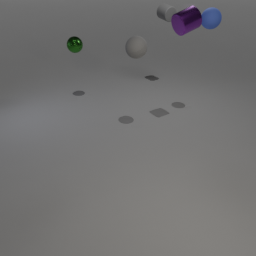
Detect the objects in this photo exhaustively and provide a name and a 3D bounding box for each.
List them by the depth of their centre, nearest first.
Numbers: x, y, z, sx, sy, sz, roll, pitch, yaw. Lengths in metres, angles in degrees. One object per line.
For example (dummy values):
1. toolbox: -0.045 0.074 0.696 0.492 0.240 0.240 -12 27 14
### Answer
1. cylinder: 1.846 -3.380 8.844 0.700 0.700 0.700 -29 36 -13
2. ball: 0.264 -2.560 8.896 0.700 0.700 0.700 0 28 0
3. ball: 2.850 -3.760 9.618 0.700 0.700 0.700 0 28 0
4. ball: -2.326 -3.640 12.243 0.700 0.700 0.700 0 28 0
5. cylinder: 1.850 -5.534 13.439 0.700 0.700 0.700 -16 40 -27
